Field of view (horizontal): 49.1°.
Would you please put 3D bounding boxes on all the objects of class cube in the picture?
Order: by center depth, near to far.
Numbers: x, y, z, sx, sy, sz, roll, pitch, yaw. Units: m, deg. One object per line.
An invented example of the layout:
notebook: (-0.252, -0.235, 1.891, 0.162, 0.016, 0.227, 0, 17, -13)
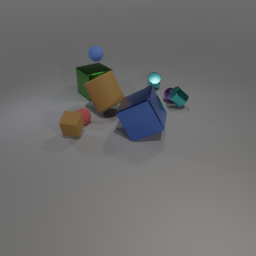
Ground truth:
cube: (-2.166, -0.171, 10.854, 0.700, 0.700, 0.700, 6, 51, 8)
cube: (0.565, -0.573, 10.939, 1.400, 1.400, 1.400, -21, 24, 23)
cube: (-1.716, -2.414, 14.480, 1.400, 1.400, 1.400, -20, 37, -29)

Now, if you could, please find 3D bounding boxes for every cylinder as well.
cylinder: (-1.044, -1.626, 12.475, 1.400, 1.400, 1.400, -25, 12, 6)
cylinder: (2.352, -1.468, 13.102, 0.700, 0.700, 0.700, 37, 23, -21)
cylinder: (1.418, -2.531, 15.144, 0.700, 0.700, 0.700, -1, 70, 2)

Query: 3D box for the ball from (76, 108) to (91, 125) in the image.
ball: (-1.923, -0.487, 11.929, 0.700, 0.700, 0.700, 0, 31, 0)

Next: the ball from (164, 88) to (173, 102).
ball: (2.129, -1.657, 13.933, 0.700, 0.700, 0.700, 0, 31, 0)

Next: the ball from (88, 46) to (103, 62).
ball: (-1.487, -3.437, 12.983, 0.700, 0.700, 0.700, 0, 31, 0)
